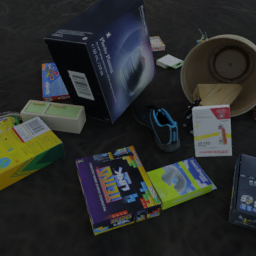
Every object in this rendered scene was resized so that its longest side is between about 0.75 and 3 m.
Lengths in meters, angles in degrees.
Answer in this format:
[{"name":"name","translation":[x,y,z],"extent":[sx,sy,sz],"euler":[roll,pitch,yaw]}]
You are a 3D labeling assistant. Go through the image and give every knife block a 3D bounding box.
[{"name":"knife block","translation":[2.825,-0.544,9.154],"extent":[2.097,0.671,1.841],"euler":[-1,60,-5]}]

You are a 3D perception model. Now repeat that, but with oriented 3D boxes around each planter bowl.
[{"name":"planter bowl","translation":[3.365,-1.944,9.547],"extent":[2.675,2.675,1.800],"euler":[20,38,21]}]

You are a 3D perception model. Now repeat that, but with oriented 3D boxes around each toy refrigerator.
[{"name":"toy refrigerator","translation":[-2.416,-0.399,9.162],"extent":[1.911,0.669,0.725],"euler":[7,43,8]}]

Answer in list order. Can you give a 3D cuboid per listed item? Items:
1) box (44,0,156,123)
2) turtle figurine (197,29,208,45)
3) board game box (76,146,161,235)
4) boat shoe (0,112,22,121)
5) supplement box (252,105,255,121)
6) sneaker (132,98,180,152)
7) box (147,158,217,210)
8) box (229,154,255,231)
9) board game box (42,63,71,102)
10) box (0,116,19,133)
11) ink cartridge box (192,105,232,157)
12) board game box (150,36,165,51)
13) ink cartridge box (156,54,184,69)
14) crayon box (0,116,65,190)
[{"name":"box","translation":[-0.643,-2.256,9.128],"extent":[1.782,2.891,2.868],"euler":[17,52,32]},{"name":"turtle figurine","translation":[3.757,-4.237,13.351],"extent":[0.844,0.870,0.626],"euler":[10,4,-22]},{"name":"board game box","translation":[-0.315,1.478,7.166],"extent":[1.664,0.571,2.013],"euler":[-12,43,-15]},{"name":"boat shoe","translation":[-4.044,-0.411,9.403],"extent":[1.114,0.372,0.317],"euler":[-7,47,-3]},{"name":"supplement box","translation":[4.819,-0.817,9.770],"extent":[0.837,0.468,1.538],"euler":[12,43,12]},{"name":"sneaker","translation":[0.906,-0.381,8.892],"extent":[0.901,1.009,2.462],"euler":[-21,45,-18]},{"name":"box","translation":[1.414,1.404,7.388],"extent":[1.645,0.392,1.003],"euler":[-16,45,-16]},{"name":"box","translation":[3.809,1.742,6.832],"extent":[2.400,0.612,1.893],"euler":[15,43,15]},{"name":"board game box","translation":[-2.745,-1.919,11.158],"extent":[1.293,0.244,2.511],"euler":[-8,43,-11]},{"name":"box","translation":[-4.154,0.145,8.804],"extent":[1.503,0.364,0.882],"euler":[-20,45,-17]},{"name":"ink cartridge box","translation":[1.623,0.057,5.401],"extent":[0.686,0.945,0.394],"euler":[-3,11,17]},{"name":"board game box","translation":[1.238,-4.072,13.529],"extent":[0.817,0.250,1.079],"euler":[-8,43,-9]},{"name":"ink cartridge box","translation":[1.878,-2.798,12.117],"extent":[0.782,0.258,1.075],"euler":[-32,51,-30]},{"name":"crayon box","translation":[-3.264,0.728,7.946],"extent":[2.450,0.622,1.555],"euler":[-28,49,-28]}]
